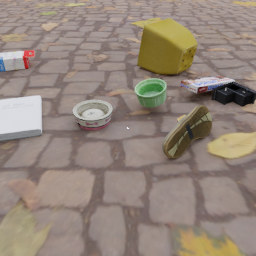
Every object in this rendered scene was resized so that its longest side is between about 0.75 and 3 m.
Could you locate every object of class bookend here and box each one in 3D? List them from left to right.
[{"bbox_3d":[3.775,-1.146,9.997,1.066,0.491,1.059,-20,39,-26],"label":"bookend"}]

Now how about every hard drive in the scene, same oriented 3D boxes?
[{"bbox_3d":[-3.531,-0.367,9.029,1.437,0.291,2.179,-8,35,-12],"label":"hard drive"}]

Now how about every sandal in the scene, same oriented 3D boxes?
[{"bbox_3d":[1.654,0.043,8.062,2.374,0.954,0.641,-35,26,-34],"label":"sandal"}]

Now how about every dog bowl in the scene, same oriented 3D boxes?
[{"bbox_3d":[-1.105,-0.401,8.926,1.269,0.468,1.269,0,35,0],"label":"dog bowl"}]

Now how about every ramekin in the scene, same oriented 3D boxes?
[{"bbox_3d":[0.791,-1.167,9.454,1.067,0.521,1.067,-8,40,7],"label":"ramekin"}]

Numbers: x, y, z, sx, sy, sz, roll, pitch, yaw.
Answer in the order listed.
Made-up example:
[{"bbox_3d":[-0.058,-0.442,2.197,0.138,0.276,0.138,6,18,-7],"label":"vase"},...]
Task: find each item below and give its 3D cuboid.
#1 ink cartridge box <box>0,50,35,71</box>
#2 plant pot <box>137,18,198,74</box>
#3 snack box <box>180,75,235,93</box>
[{"bbox_3d":[-5.082,-3.082,12.772,1.659,0.558,0.964,-9,35,-13],"label":"ink cartridge box"},{"bbox_3d":[1.846,-3.388,12.202,1.948,1.892,1.904,35,47,26],"label":"plant pot"},{"bbox_3d":[3.038,-1.679,10.609,2.280,0.277,0.820,-14,32,-36],"label":"snack box"}]
